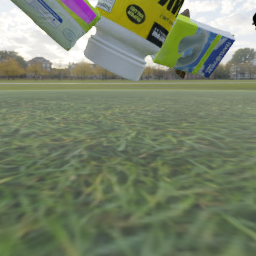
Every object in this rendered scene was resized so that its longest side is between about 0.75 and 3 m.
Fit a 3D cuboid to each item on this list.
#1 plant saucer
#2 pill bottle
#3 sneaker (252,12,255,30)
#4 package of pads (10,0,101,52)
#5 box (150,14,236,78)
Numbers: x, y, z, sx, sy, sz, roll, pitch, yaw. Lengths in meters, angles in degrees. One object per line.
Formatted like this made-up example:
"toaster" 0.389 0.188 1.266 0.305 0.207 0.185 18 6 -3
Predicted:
"plant saucer" 2.130 -3.331 11.179 0.394 2.678 2.678 2 10 5
"pill bottle" 0.236 -2.502 5.715 1.604 2.806 1.604 25 16 -8
"sneaker" 2.632 -1.755 5.116 0.845 2.133 0.804 13 1 -3
"package of pads" -1.696 -2.511 4.689 2.004 0.884 2.593 39 7 -44
"box" 2.278 -2.684 9.466 2.710 1.653 0.646 8 44 -25
